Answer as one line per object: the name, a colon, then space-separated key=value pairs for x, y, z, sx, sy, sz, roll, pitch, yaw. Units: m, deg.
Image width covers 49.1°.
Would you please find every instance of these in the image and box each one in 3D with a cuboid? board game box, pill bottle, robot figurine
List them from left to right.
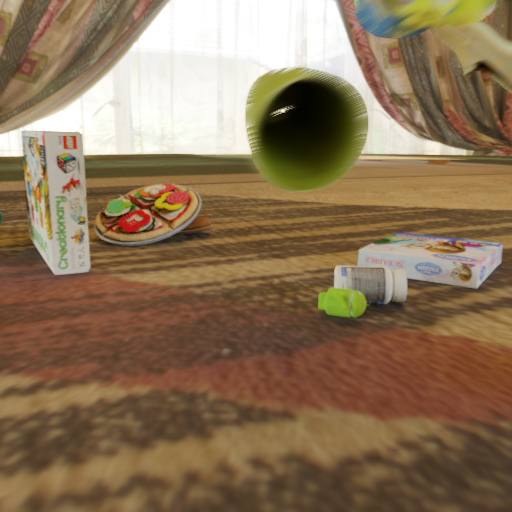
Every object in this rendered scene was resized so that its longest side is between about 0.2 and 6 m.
board game box: x=-3.651 y=-1.123 z=9.998 sx=0.601 sy=2.194 sz=3.475 roll=-6 pitch=14 yaw=-27
robot figurine: x=1.062 y=0.571 z=6.816 sx=0.587 sy=0.340 sz=0.515 roll=5 pitch=0 yaw=22
pill bottle: x=1.475 y=0.379 z=7.288 sx=0.886 sy=0.504 sz=0.504 roll=1 pitch=13 yaw=4
board game box: x=2.859 y=0.014 z=9.119 sx=1.837 sy=0.378 sz=1.832 roll=8 pitch=15 yaw=31

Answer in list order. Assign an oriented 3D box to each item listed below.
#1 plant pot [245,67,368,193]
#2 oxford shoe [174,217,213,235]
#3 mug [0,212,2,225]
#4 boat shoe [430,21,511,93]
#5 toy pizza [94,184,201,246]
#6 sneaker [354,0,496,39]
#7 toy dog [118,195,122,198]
plant pot: x=0.433 y=-1.758 z=6.973 sx=1.418 sy=1.418 sz=1.516 roll=-4 pitch=33 yaw=-15
oxford shoe: x=-1.879 y=-0.862 z=12.159 sx=2.105 sy=0.750 sz=0.751 roll=9 pitch=14 yaw=26
mug: x=-5.394 y=-0.500 z=10.561 sx=1.080 sy=0.668 sz=0.887 roll=-4 pitch=21 yaw=-15
boat shoe: x=3.985 y=-3.627 z=10.079 sx=2.156 sy=0.821 sz=0.773 roll=37 pitch=5 yaw=20
toy pizza: x=-2.253 y=-0.968 z=11.514 sx=2.259 sy=0.358 sz=2.259 roll=-8 pitch=35 yaw=6
sneaker: x=1.412 y=-3.034 z=6.351 sx=2.778 sy=1.052 sz=1.459 roll=4 pitch=-6 yaw=-36
toy dog: x=-3.276 y=-1.471 z=14.864 sx=1.404 sy=0.676 sz=0.926 roll=7 pitch=15 yaw=26
